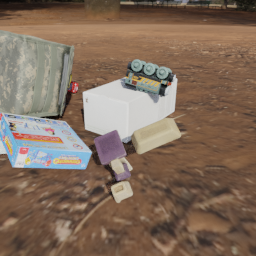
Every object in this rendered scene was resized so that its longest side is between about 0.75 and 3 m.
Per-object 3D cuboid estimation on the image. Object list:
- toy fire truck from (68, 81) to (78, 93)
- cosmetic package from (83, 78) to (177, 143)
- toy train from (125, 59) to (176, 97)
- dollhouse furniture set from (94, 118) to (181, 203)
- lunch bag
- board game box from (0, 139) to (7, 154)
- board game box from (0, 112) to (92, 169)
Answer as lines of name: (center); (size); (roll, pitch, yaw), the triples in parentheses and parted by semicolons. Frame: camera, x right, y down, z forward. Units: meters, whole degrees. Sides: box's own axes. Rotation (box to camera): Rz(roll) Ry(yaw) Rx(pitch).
toy fire truck: (-3.097, -1.943, 11.686); (1.863, 0.454, 1.314); (22, 10, 42)
cosmetic package: (0.175, -0.809, 8.797); (1.611, 1.270, 2.994); (18, 31, 31)
toy train: (0.575, -1.361, 7.650); (1.407, 0.802, 0.600); (20, 14, 18)
dollhouse furniture set: (0.396, 0.683, 5.769); (1.659, 1.178, 1.315); (-23, 61, 2)
lunch bag: (-2.572, -1.504, 8.300); (1.576, 2.198, 2.680); (19, 15, 23)
board game box: (-3.650, 0.182, 7.423); (1.789, 0.575, 1.320); (-5, 23, -15)
board game box: (-1.956, 0.292, 6.463); (1.691, 0.473, 1.656); (9, 21, -39)
